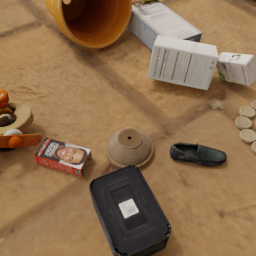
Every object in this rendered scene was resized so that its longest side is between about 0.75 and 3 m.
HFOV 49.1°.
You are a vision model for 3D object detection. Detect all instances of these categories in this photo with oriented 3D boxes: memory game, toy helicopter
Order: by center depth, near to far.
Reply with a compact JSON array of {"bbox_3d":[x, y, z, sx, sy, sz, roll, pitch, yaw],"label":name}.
[{"bbox_3d":[-3.411,0.278,6.800,1.812,1.081,2.740,24,47,19],"label":"toy helicopter"},{"bbox_3d":[4.145,0.030,7.821,2.260,0.144,2.260,0,50,0],"label":"memory game"}]

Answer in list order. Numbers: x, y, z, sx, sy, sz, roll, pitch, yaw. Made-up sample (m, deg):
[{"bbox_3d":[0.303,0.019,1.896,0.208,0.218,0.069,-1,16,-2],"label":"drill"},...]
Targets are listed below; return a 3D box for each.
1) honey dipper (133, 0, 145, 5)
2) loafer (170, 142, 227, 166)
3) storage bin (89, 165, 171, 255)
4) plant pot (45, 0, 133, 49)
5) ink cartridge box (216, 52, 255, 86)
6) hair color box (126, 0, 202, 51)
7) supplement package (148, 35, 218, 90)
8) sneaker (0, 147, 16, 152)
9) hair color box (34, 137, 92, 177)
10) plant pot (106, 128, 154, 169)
[{"bbox_3d":[0.019,-4.965,10.984,0.494,0.494,2.600,-17,28,-13],"label":"honey dipper"},{"bbox_3d":[1.786,0.641,7.087,1.439,0.505,0.489,6,51,5],"label":"loafer"},{"bbox_3d":[0.003,1.815,5.944,1.184,0.821,1.751,-19,53,-15],"label":"storage bin"},{"bbox_3d":[-1.693,-4.558,10.113,2.797,2.797,2.561,-31,41,-23],"label":"plant pot"},{"bbox_3d":[3.317,-1.826,8.584,0.468,0.807,1.114,-44,37,-15],"label":"ink cartridge box"},{"bbox_3d":[1.194,-3.659,10.332,1.413,0.865,2.855,-24,55,-21],"label":"hair color box"},{"bbox_3d":[1.665,-2.039,8.649,1.882,1.104,1.100,13,35,5],"label":"supplement package"},{"bbox_3d":[-3.781,0.158,7.462,1.760,0.528,0.918,-5,56,1],"label":"sneaker"},{"bbox_3d":[-1.626,0.724,7.097,1.266,0.388,0.642,14,51,10],"label":"hair color box"},{"bbox_3d":[0.040,0.430,7.216,1.268,0.585,1.268,0,52,0],"label":"plant pot"}]
